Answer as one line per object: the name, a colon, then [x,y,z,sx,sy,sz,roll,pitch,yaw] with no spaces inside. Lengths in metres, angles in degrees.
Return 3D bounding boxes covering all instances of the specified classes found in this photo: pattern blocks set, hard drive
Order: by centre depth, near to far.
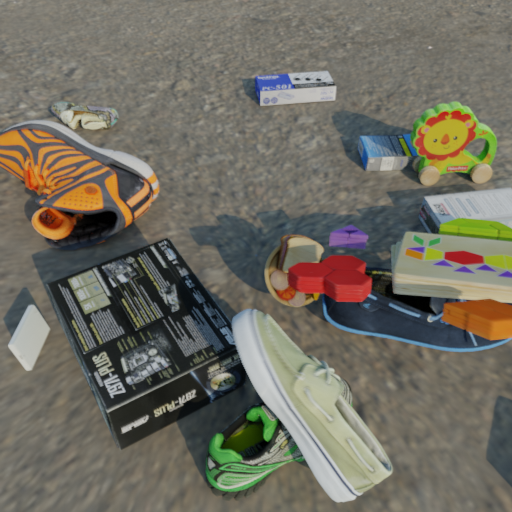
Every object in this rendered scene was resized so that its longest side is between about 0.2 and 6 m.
pattern blocks set: [2.747,0.161,6.987,3.968,0.322,3.488,10,23,25]
hard drive: [-3.045,1.095,7.544,0.099,0.495,0.751,-11,36,11]

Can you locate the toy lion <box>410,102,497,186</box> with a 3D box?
toy lion: [3.606,-2.066,10.223,1.612,1.545,0.553,-2,43,-3]

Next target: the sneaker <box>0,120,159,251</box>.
sneaker: [-3.490,-1.222,9.527,3.307,1.283,1.853,16,44,16]

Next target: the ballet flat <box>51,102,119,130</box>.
ballet flat: [-3.723,-2.947,11.934,1.530,0.550,0.550,7,44,9]

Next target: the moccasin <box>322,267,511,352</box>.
moccasin: [2.355,0.670,7.679,2.804,0.956,1.128,2,40,-5]

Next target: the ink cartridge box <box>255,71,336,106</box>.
ink cartridge box: [0.898,-3.894,13.007,1.757,0.388,0.826,-6,42,-6]

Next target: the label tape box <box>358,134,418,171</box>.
label tape box: [2.649,-2.045,11.068,1.112,0.352,0.802,-2,43,-2]

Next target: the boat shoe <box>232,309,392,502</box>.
boat shoe: [0.592,1.479,5.952,0.715,2.306,0.830,-32,3,15]

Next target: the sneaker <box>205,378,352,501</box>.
sneaker: [0.337,1.982,6.426,2.023,0.862,0.789,-27,50,-27]

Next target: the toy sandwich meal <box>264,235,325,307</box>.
toy sandwich meal: [0.597,0.213,7.828,1.026,1.026,0.351,-18,2,-18]

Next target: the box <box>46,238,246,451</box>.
box: [-1.434,1.031,7.324,1.809,0.951,2.208,-23,50,-23]

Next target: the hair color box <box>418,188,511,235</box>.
hair color box: [3.705,-0.668,9.509,1.613,0.489,0.799,-6,44,-8]
